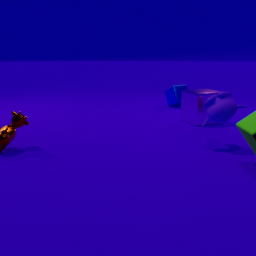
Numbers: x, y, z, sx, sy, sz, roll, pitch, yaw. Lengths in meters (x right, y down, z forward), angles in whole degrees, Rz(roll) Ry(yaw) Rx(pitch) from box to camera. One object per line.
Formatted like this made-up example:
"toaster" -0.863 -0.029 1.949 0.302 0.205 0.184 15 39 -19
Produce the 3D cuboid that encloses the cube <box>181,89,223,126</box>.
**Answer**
"cube" 2.524 -0.727 9.521 1.068 1.068 1.068 -5 16 -17

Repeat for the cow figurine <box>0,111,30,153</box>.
"cow figurine" -2.836 0.065 6.717 0.511 0.917 0.932 41 24 -16

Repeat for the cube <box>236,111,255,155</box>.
"cube" 2.853 0.112 5.490 0.876 0.876 0.876 -35 10 9

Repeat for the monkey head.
"monkey head" 2.217 -0.487 6.808 1.142 0.688 0.822 -24 2 5

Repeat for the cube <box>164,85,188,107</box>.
"cube" 2.163 -1.407 12.272 0.730 0.730 0.730 -8 -11 -29
